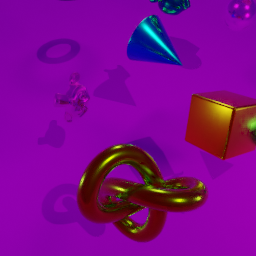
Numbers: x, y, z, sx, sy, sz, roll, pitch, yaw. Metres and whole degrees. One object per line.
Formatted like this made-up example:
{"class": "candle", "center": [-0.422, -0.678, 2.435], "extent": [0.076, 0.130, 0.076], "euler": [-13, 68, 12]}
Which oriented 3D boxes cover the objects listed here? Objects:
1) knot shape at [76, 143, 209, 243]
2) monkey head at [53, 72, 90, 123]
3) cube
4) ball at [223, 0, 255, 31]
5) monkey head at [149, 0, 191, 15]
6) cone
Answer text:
{"class": "knot shape", "center": [0.107, 1.141, 4.402], "extent": [1.951, 1.826, 0.901], "euler": [12, 48, -15]}
{"class": "monkey head", "center": [-1.272, -0.627, 6.169], "extent": [0.866, 1.204, 0.725], "euler": [3, 16, -32]}
{"class": "cube", "center": [1.820, -0.103, 5.322], "extent": [0.982, 0.982, 0.982], "euler": [-10, 25, -33]}
{"class": "ball", "center": [3.392, -3.462, 8.484], "extent": [0.990, 0.990, 0.990], "euler": [0, 53, 0]}
{"class": "monkey head", "center": [1.152, -3.274, 6.969], "extent": [1.200, 0.863, 0.723], "euler": [29, 37, 34]}
{"class": "cone", "center": [0.896, -1.982, 7.259], "extent": [1.333, 1.328, 1.328], "euler": [41, 63, 19]}
